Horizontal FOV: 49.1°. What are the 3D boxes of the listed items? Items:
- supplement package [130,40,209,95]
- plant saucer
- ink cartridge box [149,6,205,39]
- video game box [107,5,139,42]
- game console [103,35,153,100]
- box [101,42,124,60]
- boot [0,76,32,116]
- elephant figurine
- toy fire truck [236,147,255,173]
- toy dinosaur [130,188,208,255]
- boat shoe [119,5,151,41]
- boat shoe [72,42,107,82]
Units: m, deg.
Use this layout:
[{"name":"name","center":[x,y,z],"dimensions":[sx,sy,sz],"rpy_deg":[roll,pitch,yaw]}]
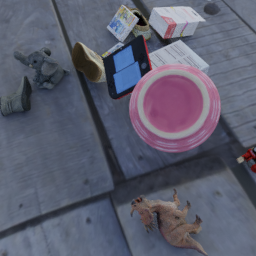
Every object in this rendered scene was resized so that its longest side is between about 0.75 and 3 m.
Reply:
[{"name":"supplement package","center":[1.569,-1.915,11.273],"dimensions":[2.429,1.843,1.830],"rpy_deg":[-28,61,-17]},{"name":"plant saucer","center":[1.438,-0.706,8.885],"dimensions":[2.927,0.742,2.927],"rpy_deg":[-2,82,11]},{"name":"ink cartridge box","center":[2.451,-5.267,13.883],"dimensions":[2.458,0.830,1.432],"rpy_deg":[-16,58,-29]},{"name":"video game box","center":[-0.284,-5.158,13.840],"dimensions":[1.362,0.319,1.241],"rpy_deg":[-51,63,21]},{"name":"game console","center":[-0.046,-2.185,10.405],"dimensions":[0.326,2.099,1.857],"rpy_deg":[-4,76,-51]},{"name":"box","center":[-0.501,-3.458,13.249],"dimensions":[0.885,0.244,1.296],"rpy_deg":[37,64,22]},{"name":"boot","center":[-4.745,-1.381,11.703],"dimensions":[1.222,0.634,1.871],"rpy_deg":[-10,56,0]},{"name":"elephant figurine","center":[-3.519,-2.668,11.660],"dimensions":[1.436,2.030,1.575],"rpy_deg":[17,58,11]},{"name":"toy fire truck","center":[4.401,1.215,10.026],"dimensions":[0.989,0.637,0.871],"rpy_deg":[-24,60,-2]},{"name":"toy dinosaur","center":[1.273,2.980,8.631],"dimensions":[1.701,1.077,2.510],"rpy_deg":[-33,78,-8]},{"name":"boat shoe","center":[0.347,-5.571,14.234],"dimensions":[1.013,0.909,2.738],"rpy_deg":[-27,61,-16]},{"name":"boat shoe","center":[-1.645,-2.905,12.546],"dimensions":[0.938,1.042,2.888],"rpy_deg":[4,34,-42]}]
